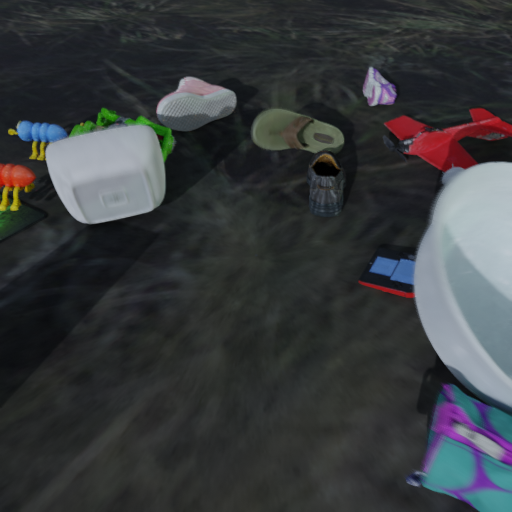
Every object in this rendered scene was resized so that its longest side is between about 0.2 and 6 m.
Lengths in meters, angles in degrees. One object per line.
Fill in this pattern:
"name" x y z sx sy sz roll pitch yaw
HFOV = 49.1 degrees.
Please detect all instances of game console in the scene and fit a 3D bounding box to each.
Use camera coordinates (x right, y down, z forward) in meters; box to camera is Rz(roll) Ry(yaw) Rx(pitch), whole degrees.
"game console" 2.101 0.227 8.411 0.878 0.154 0.993 17 39 22

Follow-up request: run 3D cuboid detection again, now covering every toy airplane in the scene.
"toy airplane" 4.198 -2.517 11.888 3.124 0.575 3.124 0 37 0

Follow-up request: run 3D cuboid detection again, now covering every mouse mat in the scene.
"mouse mat" -4.839 -0.490 9.496 1.650 0.077 2.050 21 41 27

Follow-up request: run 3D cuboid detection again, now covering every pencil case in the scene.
"pencil case" 2.664 2.086 4.932 2.405 1.111 1.023 21 69 24

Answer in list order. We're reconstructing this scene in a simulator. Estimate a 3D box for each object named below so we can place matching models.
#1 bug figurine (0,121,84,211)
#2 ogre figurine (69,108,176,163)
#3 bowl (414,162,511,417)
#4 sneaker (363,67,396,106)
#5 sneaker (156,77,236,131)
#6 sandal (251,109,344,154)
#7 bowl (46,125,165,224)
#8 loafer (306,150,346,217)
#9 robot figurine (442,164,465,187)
"bug figurine" -3.825 -1.901 10.609 2.401 0.797 3.097 3 32 -5
"ogre figurine" -2.402 -1.902 10.055 1.616 1.323 2.696 13 12 -2
"bowl" 2.975 0.594 6.352 3.130 1.407 3.130 10 58 -16
"sneaker" 3.203 -4.314 14.430 0.715 0.650 1.617 5 40 -4
"sneaker" -1.656 -3.585 13.113 1.211 0.872 2.316 31 38 29
"sandal" 0.898 -2.495 11.310 2.062 0.819 0.588 3 11 -18
"bowl" -2.360 -1.185 9.148 1.809 1.811 0.676 -13 63 -9
"loafer" 1.328 -1.544 10.362 0.762 0.756 2.093 0 35 2
"robot figurine" 3.609 -1.261 9.953 0.633 0.747 0.422 -42 9 -25
